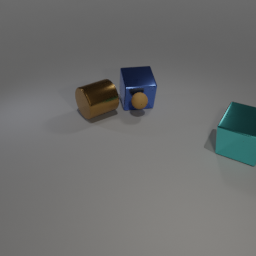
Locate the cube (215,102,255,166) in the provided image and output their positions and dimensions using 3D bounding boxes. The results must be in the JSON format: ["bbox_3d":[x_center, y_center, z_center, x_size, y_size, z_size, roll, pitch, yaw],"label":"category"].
[{"bbox_3d":[3.952,0.180,9.627,1.400,1.400,1.400,19,53,29],"label":"cube"}]

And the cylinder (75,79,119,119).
[{"bbox_3d":[-1.318,-1.237,11.910,1.400,1.400,1.400,-23,39,-27],"label":"cylinder"}]

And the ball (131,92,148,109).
[{"bbox_3d":[0.491,-1.154,11.868,0.700,0.700,0.700,0,32,0],"label":"ball"}]

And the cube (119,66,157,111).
[{"bbox_3d":[0.415,-1.810,12.747,1.400,1.400,1.400,-6,51,-9],"label":"cube"}]
